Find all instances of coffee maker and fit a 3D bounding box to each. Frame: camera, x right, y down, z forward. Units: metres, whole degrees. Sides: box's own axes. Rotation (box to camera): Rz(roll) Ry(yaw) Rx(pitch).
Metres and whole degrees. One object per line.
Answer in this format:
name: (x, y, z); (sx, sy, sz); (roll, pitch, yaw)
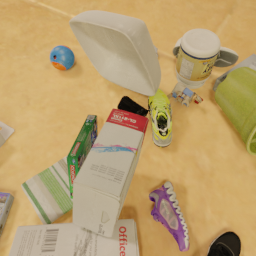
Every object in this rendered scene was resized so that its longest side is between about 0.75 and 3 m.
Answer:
coffee maker: (0.139, -0.697, 9.690); (0.938, 0.901, 0.631); (34, 81, 21)

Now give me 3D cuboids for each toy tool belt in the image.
toy tool belt: (2.033, -1.062, 10.123); (1.185, 0.740, 0.728); (41, 96, 24)

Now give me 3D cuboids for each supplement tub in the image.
supplement tub: (2.470, -2.462, 10.191); (1.353, 1.874, 1.353); (0, 57, 0)

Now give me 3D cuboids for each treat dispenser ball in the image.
treat dispenser ball: (-2.564, -2.738, 10.925); (0.956, 0.956, 0.956); (0, 58, 0)

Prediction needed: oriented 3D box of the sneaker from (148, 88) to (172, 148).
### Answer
sneaker: (1.176, -0.512, 9.580); (0.865, 0.876, 2.293); (-5, 59, -3)

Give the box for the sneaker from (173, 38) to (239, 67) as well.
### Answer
sneaker: (3.150, -3.182, 11.230); (2.562, 0.901, 1.027); (15, 57, 10)

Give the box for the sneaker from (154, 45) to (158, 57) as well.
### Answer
sneaker: (0.754, -3.174, 11.526); (1.024, 0.385, 0.589); (11, 58, 1)

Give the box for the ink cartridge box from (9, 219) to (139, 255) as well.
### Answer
ink cartridge box: (-1.208, 3.436, 6.507); (2.993, 1.261, 2.164); (-3, 33, -1)

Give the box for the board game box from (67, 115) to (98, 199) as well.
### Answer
board game box: (-1.205, 0.738, 7.812); (0.304, 1.404, 2.086); (7, 32, 5)

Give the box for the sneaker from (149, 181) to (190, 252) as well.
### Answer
sneaker: (1.114, 2.504, 7.856); (0.860, 0.783, 1.946); (-17, 55, -3)

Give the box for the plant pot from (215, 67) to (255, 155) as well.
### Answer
plant pot: (4.137, -0.748, 9.094); (2.438, 2.438, 2.241); (-22, 49, -13)

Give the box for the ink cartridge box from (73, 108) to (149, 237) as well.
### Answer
ink cartridge box: (-0.397, 1.032, 6.888); (1.040, 1.830, 2.511); (18, 44, 6)

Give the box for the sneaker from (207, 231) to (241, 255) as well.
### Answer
sneaker: (2.267, 3.503, 7.060); (0.824, 0.953, 2.176); (39, 66, 21)

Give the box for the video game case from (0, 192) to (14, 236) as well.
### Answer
video game case: (-4.417, 2.590, 7.937); (1.829, 0.416, 1.658); (7, 59, 4)

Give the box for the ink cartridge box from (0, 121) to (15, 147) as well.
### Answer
ink cartridge box: (-5.061, 0.477, 9.015); (1.397, 0.804, 2.412); (26, 62, 15)

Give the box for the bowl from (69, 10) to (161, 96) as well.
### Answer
bowl: (-0.226, -2.623, 9.381); (2.999, 2.995, 1.119); (25, 70, 35)

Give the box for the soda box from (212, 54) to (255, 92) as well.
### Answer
soda box: (4.242, -1.939, 10.574); (2.135, 0.677, 0.729); (-33, 64, -19)

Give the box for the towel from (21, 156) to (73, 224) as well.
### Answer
towel: (-1.968, 1.766, 8.571); (2.101, 0.322, 1.567); (-32, 66, -21)
